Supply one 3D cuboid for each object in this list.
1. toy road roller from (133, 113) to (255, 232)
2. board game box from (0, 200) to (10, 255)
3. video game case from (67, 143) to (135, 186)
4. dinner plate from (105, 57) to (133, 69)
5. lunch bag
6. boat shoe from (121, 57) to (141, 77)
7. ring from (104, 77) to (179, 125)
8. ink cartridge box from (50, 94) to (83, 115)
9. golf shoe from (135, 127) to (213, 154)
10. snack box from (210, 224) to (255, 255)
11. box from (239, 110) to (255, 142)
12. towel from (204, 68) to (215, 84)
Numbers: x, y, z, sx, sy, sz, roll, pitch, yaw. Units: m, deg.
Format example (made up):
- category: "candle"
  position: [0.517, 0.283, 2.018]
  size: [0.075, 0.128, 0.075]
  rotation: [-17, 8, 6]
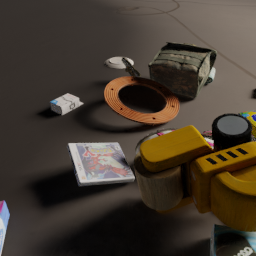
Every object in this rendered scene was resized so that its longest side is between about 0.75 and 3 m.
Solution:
- category: "toy road roller"
  position: [1.784, 1.181, 6.058]
  size: [2.983, 1.833, 2.178]
  rotation: [-17, 39, -4]
- category: "board game box"
  position: [-3.938, 2.756, 5.196]
  size: [2.820, 0.612, 2.806]
  rotation: [-6, 36, -9]
- category: "video game case"
  position: [-0.749, 0.929, 7.619]
  size: [1.550, 0.178, 1.412]
  rotation: [1, 40, -28]
- category: "dinner plate"
  position: [-0.474, -3.496, 14.775]
  size: [1.534, 0.186, 1.534]
  rotation: [-1, 36, 0]
- category: "lunch bag"
  position: [2.440, -2.799, 12.126]
  size: [2.195, 1.574, 2.677]
  rotation: [17, 52, 23]
- category: "boat shoe"
  position: [0.066, -2.707, 12.865]
  size: [0.404, 1.182, 0.442]
  rotation: [-44, 8, 1]
- category: "ring"
  position: [0.519, -1.065, 10.655]
  size: [2.914, 0.280, 2.914]
  rotation: [9, 41, -7]
- category: "ink cartridge box"
  position: [-2.358, -0.981, 10.893]
  size: [0.656, 0.378, 1.133]
  rotation: [23, 41, 30]
- category: "golf shoe"
  position: [1.681, 0.712, 7.809]
  size: [2.920, 1.060, 1.345]
  rotation: [-1, 36, -3]
- category: "snack box"
  position: [2.899, 2.812, 5.236]
  size: [2.617, 0.485, 1.520]
  rotation: [8, 35, 12]
- category: "box"
  position: [4.392, 0.136, 8.816]
  size: [1.389, 0.879, 1.442]
  rotation: [-10, 36, -16]
- category: "towel"
  position: [3.238, -2.621, 13.273]
  size: [1.679, 0.404, 1.437]
  rotation: [11, 37, 15]
